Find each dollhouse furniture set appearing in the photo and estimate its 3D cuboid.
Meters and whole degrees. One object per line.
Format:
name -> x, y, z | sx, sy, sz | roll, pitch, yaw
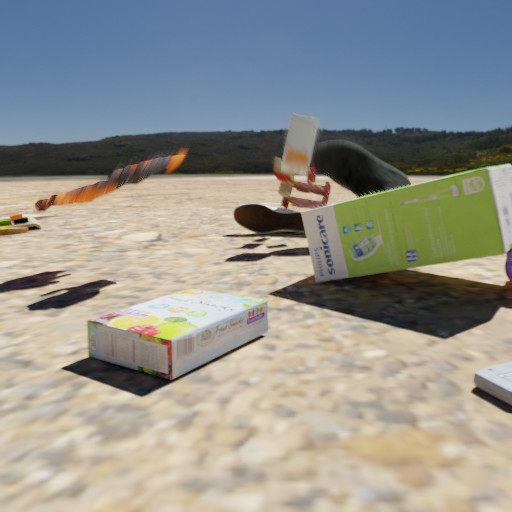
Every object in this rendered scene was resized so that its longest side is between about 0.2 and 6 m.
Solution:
dollhouse furniture set -> 1.101, -1.610, 13.571 | 1.101, 0.832, 2.046 | 11, -5, 15

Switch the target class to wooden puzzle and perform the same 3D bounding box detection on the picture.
wooden puzzle -> -6.675, -0.877, 14.835 | 1.889, 0.327, 2.799 | -7, 12, -33

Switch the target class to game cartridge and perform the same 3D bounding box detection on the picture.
game cartridge -> 2.341, 1.073, 4.760 | 0.881, 0.178, 0.588 | -4, 15, -19

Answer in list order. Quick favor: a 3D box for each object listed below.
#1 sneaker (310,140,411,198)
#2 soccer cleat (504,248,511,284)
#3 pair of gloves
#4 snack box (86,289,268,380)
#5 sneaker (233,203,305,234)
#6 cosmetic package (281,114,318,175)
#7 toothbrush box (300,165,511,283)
sneaker -> 2.650, -1.429, 12.220 | 3.077, 0.924, 1.605 | 20, 37, -18
soccer cleat -> 4.136, 0.037, 8.510 | 2.209, 0.737, 0.845 | -6, 26, -44
pair of gloves -> -2.312, -1.202, 9.251 | 2.146, 0.265, 1.912 | -17, 8, 24
snack box -> -0.767, 0.735, 5.820 | 1.134, 0.422, 1.594 | 7, 13, 34
sneaker -> 0.405, -0.881, 14.092 | 2.002, 0.729, 0.847 | 9, 3, -2
cosmetic package -> 0.935, -2.394, 12.044 | 0.594, 1.172, 0.418 | 11, -7, 4
toothbrush box -> 2.452, -0.504, 8.696 | 2.810, 1.210, 2.046 | -10, 4, 33
